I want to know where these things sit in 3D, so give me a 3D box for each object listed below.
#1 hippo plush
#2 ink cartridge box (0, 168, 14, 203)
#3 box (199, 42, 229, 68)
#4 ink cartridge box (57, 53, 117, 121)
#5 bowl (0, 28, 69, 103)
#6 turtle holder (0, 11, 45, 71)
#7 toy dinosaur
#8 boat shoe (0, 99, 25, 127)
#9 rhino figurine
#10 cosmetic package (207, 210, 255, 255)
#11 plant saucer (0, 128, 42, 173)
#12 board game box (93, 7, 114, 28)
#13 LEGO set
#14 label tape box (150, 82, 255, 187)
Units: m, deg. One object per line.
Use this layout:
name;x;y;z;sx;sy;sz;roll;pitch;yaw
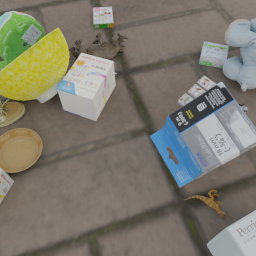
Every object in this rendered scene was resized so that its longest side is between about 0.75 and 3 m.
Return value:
hippo plush;4.354;-2.405;9.500;1.962;1.980;2.463;-32;51;-32
ink cartridge box;-3.925;1.665;7.499;0.937;0.941;1.296;17;60;10
box;3.243;-2.763;10.565;0.939;0.454;0.829;12;59;8
ink cartridge box;-1.261;-1.466;9.304;1.237;1.205;1.924;18;60;11
bowl;-2.893;-1.738;9.086;2.858;1.538;2.858;-31;23;15
turtle holder;-4.118;-3.127;10.252;1.603;2.258;1.715;41;34;22
toy dinosaur;2.205;1.984;7.667;1.136;0.343;0.604;30;64;18
boat shoe;-4.445;-0.432;8.971;2.171;0.681;0.796;-19;60;-11
rhino figurine;-0.990;-2.997;10.566;2.272;0.679;0.993;-24;79;-16
cosmetic package;3.278;2.984;6.147;1.845;1.834;2.205;-24;60;-14
plant saucer;-3.330;0.702;8.506;1.507;0.267;1.507;0;58;0
board game box;-1.054;-4.714;11.925;0.846;0.223;1.105;-4;58;-2
LEGO set;2.634;-0.515;8.318;2.008;0.493;1.500;39;59;14
label tape box;1.743;0.216;6.740;2.222;0.703;1.602;-33;70;12
